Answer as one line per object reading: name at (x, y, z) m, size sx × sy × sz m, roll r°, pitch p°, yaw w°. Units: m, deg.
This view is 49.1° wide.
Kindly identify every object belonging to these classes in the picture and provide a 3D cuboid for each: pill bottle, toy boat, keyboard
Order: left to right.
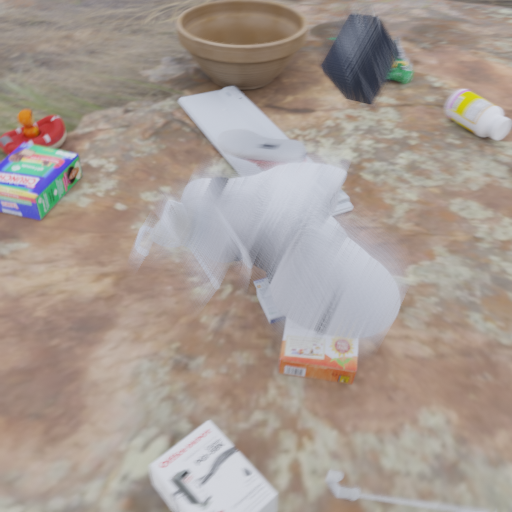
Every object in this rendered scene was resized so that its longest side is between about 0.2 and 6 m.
toy boat at (-4.625, -2.591, 11.518) m, size 1.330 × 0.869 × 0.868 m, roll -29°, pitch 51°, yaw -27°
keyboard at (-0.019, -2.253, 11.622) m, size 1.447 × 0.274 × 5.140 m, roll -22°, pitch 48°, yaw -17°
pill bottle at (4.803, -3.027, 12.112) m, size 0.702 × 0.702 × 1.347 m, roll -22°, pitch 49°, yaw -22°

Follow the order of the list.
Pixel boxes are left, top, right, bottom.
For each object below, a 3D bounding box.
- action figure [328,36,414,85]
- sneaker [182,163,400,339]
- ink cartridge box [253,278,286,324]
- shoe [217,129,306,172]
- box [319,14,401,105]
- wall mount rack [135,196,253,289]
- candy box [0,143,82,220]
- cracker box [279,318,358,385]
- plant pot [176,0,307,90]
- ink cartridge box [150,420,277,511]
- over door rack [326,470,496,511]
action figure at (3.215, -5.195, 14.438) m, size 1.633 × 0.756 × 2.765 m, roll -14°, pitch 49°, yaw -19°
sneaker at (0.744, -0.323, 7.169) m, size 2.010 × 1.314 × 3.497 m, roll -22°, pitch 36°, yaw -34°
ink cartridge box at (0.425, 0.622, 8.606) m, size 0.755 × 0.167 × 0.769 m, roll -14°, pitch 49°, yaw -13°
shoe at (0.110, -1.834, 10.497) m, size 1.706 × 0.776 × 0.610 m, roll 12°, pitch 61°, yaw 15°
box at (1.712, -3.195, 9.148) m, size 0.620 × 1.001 × 0.984 m, roll 27°, pitch 88°, yaw 41°
wall mount rack at (-0.734, -0.140, 6.744) m, size 1.206 × 1.389 × 0.518 m, roll 23°, pitch 59°, yaw -25°
candy box at (-4.210, -1.416, 10.490) m, size 1.258 × 0.573 × 1.488 m, roll 13°, pitch 46°, yaw 12°
cracker box at (0.927, 0.979, 7.928) m, size 1.025 × 0.442 × 1.531 m, roll 8°, pitch 52°, yaw 6°
plant pot at (-0.341, -5.042, 13.681) m, size 3.125 × 1.442 × 3.125 m, roll 0°, pitch 41°, yaw 0°
ink cartridge box at (-0.488, 2.607, 6.277) m, size 0.893 × 0.504 × 1.217 m, roll -32°, pitch 53°, yaw -28°
over door rack at (1.544, 3.197, 5.603) m, size 2.123 × 0.707 × 1.569 m, roll 4°, pitch 40°, yaw 26°
